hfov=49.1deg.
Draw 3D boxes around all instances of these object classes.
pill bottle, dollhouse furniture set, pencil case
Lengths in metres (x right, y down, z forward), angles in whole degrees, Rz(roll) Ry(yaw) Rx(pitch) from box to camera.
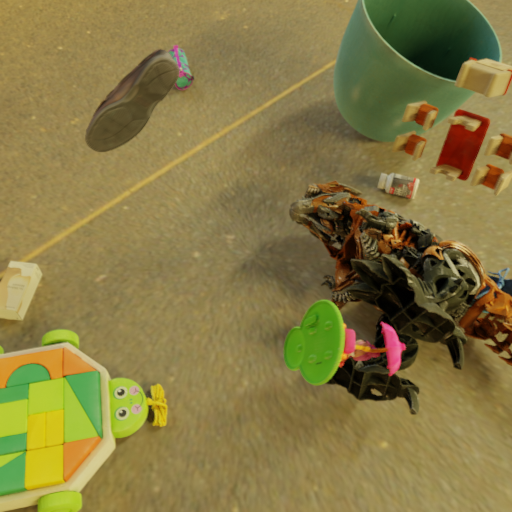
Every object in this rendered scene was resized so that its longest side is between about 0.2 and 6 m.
[{"bbox_3d":[3.205,-1.604,12.653,0.842,0.466,0.466,16,56,12],"label":"pill bottle"},{"bbox_3d":[4.074,-2.526,10.660,2.218,2.194,1.143,31,36,28],"label":"dollhouse furniture set"},{"bbox_3d":[-2.054,-5.059,15.089,0.544,0.590,1.278,-13,54,-9],"label":"pencil case"}]

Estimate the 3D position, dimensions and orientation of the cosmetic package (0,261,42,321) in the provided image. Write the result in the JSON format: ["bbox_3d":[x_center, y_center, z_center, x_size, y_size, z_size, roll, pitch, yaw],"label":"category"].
[{"bbox_3d":[-4.725,0.680,11.035,0.585,0.395,1.112,5,54,4],"label":"cosmetic package"}]

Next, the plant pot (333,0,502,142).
[{"bbox_3d":[3.349,-4.291,12.935,3.373,2.707,3.373,9,60,-15],"label":"plant pot"}]

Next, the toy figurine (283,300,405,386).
[{"bbox_3d":[1.177,1.167,6.924,1.221,1.326,0.996,12,67,-24],"label":"toy figurine"}]

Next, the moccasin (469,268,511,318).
[{"bbox_3d":[4.919,0.696,10.781,2.274,0.775,0.915,16,56,11],"label":"moccasin"}]

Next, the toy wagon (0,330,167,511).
[{"bbox_3d":[-3.508,2.692,9.328,3.977,0.787,3.085,-9,55,-7],"label":"toy wagon"}]

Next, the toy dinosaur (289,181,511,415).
[{"bbox_3d":[2.911,0.516,9.876,5.640,2.881,3.828,18,34,30],"label":"toy dinosaur"}]

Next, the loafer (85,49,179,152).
[{"bbox_3d":[-1.920,-2.382,8.617,1.884,0.677,0.593,-41,44,17],"label":"loafer"}]
